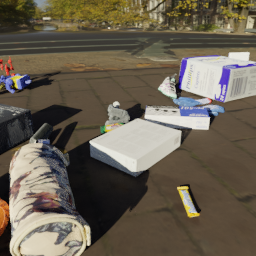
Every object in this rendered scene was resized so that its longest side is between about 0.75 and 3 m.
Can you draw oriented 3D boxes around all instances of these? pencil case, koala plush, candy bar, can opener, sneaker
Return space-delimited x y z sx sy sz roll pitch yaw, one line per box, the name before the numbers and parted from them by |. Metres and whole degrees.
pencil case | -1.566 1.284 5.355 1.308 1.138 2.925 -22 28 -13
koala plush | -0.427 -0.480 9.939 0.833 0.803 0.906 5 21 -18
candy bar | 1.284 1.569 6.000 0.245 0.109 0.983 -2 23 -3
can opener | -2.557 0.542 7.986 0.706 0.559 2.125 32 21 -14
sneaker | 1.983 -1.987 12.814 0.581 1.046 1.496 23 14 -28

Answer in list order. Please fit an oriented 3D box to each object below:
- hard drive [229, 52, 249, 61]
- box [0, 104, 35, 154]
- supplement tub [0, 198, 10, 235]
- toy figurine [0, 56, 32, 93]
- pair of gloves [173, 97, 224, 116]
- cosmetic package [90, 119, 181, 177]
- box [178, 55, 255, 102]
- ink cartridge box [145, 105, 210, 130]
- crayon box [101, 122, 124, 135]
hard drive | 5.789 -3.158 14.842 1.070 1.623 0.206 -3 21 -7
box | -4.055 -0.014 8.561 1.589 0.949 1.616 11 28 25
supplement tub | -3.087 1.449 5.076 1.737 1.064 1.064 11 26 25
toy figurine | -5.588 -2.422 13.546 1.687 1.486 2.817 9 26 7
pair of gloves | 2.894 -0.932 11.530 1.695 0.240 2.109 -5 24 -11
cosmetic package | 0.256 0.445 7.981 1.636 0.561 2.170 21 31 35
box | 4.352 -2.453 13.275 2.647 1.510 2.878 -13 27 -33
ink cartridge box | 1.710 -0.398 9.997 2.187 0.483 1.028 3 25 6
crayon box | -0.405 0.094 9.188 0.794 0.232 0.685 -12 27 -26
